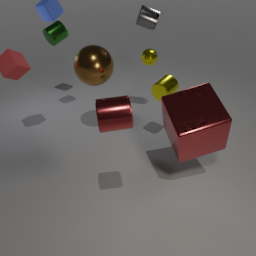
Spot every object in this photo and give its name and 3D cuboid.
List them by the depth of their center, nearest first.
[{"bbox_3d":[-0.291,-0.290,5.805,0.700,0.700,0.700,-8,31,-4],"label":"cylinder"},{"bbox_3d":[1.813,-0.133,7.699,1.400,1.400,1.400,-17,54,-1],"label":"cube"},{"bbox_3d":[-3.900,-2.133,9.485,0.700,0.700,0.700,-35,-9,15],"label":"cube"},{"bbox_3d":[1.274,-1.368,9.631,0.700,0.700,0.700,23,50,34],"label":"cylinder"},{"bbox_3d":[-1.193,-2.173,9.775,1.400,1.400,1.400,0,31,0],"label":"ball"},{"bbox_3d":[0.715,-3.959,10.084,0.700,0.700,0.700,18,30,-8],"label":"cylinder"},{"bbox_3d":[-2.767,-3.625,10.714,0.700,0.700,0.700,-43,47,-19],"label":"cylinder"},{"bbox_3d":[-3.214,-4.879,11.482,0.700,0.700,0.700,16,60,38],"label":"cube"},{"bbox_3d":[0.892,-2.923,11.571,0.700,0.700,0.700,0,31,0],"label":"ball"}]
